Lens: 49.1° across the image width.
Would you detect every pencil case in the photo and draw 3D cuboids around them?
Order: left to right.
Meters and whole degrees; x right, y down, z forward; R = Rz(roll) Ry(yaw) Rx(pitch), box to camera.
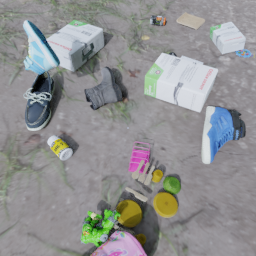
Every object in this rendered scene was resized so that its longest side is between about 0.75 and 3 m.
[{"bbox_3d":[-0.798,3.712,6.480,1.284,1.284,2.937,37,58,27],"label":"pencil case"}]

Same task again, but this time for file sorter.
[{"bbox_3d":[0.388,0.957,9.223,0.606,0.547,0.872,8,50,6],"label":"file sorter"}]

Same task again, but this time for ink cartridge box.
[{"bbox_3d":[-2.505,-3.876,13.033,1.744,1.004,2.390,25,54,20],"label":"ink cartridge box"},{"bbox_3d":[2.125,-1.872,11.309,2.445,1.027,1.779,22,53,18],"label":"ink cartridge box"},{"bbox_3d":[4.808,-4.375,13.608,1.128,0.650,1.546,-14,50,0],"label":"ink cartridge box"}]

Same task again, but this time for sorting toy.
[{"bbox_3d":[3.407,-5.784,15.213,1.239,0.226,1.147,31,56,18],"label":"sorting toy"}]

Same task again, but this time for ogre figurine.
[{"bbox_3d":[-0.797,2.636,7.409,1.349,0.662,0.809,-7,41,26],"label":"ogre figurine"}]

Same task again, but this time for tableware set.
[{"bbox_3d":[0.608,2.230,8.205,1.663,0.379,2.469,28,53,3],"label":"tableware set"}]

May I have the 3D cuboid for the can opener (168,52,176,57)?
[{"bbox_3d":[1.788,-3.185,12.958,1.090,0.428,0.345,-34,96,-22],"label":"can opener"}]

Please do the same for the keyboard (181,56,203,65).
[{"bbox_3d":[2.946,-3.101,13.006,1.081,0.058,0.304,25,54,20],"label":"keyboard"}]

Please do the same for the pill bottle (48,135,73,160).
[{"bbox_3d":[-2.320,0.659,9.514,0.495,0.495,0.867,-36,58,-27],"label":"pill bottle"}]

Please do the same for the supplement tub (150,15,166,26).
[{"bbox_3d":[1.607,-5.740,14.975,0.785,0.481,0.481,11,50,8],"label":"supplement tub"}]

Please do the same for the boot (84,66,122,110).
[{"bbox_3d":[-1.160,-1.688,11.394,1.366,0.724,2.075,-17,48,-10],"label":"boot"}]

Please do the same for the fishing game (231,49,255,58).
[{"bbox_3d":[5.511,-3.624,13.386,1.104,0.172,0.790,18,49,15],"label":"fishing game"}]

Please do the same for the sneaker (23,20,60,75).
[{"bbox_3d":[-3.210,-2.588,9.380,1.142,1.750,0.696,-30,9,14],"label":"sneaker"}]

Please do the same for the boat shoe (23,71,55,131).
[{"bbox_3d":[-3.398,-1.140,10.798,1.045,0.863,2.790,3,50,3],"label":"boat shoe"}]

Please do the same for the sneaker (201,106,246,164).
[{"bbox_3d":[3.299,0.224,9.565,1.401,0.967,2.519,7,43,17],"label":"sneaker"}]
